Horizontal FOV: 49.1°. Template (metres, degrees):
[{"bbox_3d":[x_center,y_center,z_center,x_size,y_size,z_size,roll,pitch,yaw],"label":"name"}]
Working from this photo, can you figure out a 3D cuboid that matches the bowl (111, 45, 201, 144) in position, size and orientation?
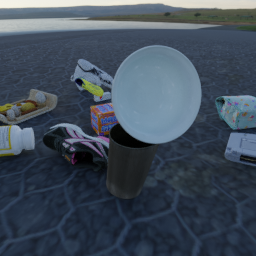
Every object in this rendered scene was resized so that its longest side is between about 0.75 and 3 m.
[{"bbox_3d":[0.571,-0.818,7.052,2.332,2.332,1.048,-9,10,-19],"label":"bowl"}]

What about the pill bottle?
[{"bbox_3d":[-4.225,0.446,9.608,1.848,1.028,1.028,-4,26,-11],"label":"pill bottle"}]

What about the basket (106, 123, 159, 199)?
[{"bbox_3d":[0.045,0.898,7.536,1.232,1.811,1.633,29,32,28],"label":"basket"}]

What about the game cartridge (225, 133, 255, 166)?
[{"bbox_3d":[4.715,0.797,9.541,2.532,0.512,1.688,12,31,23],"label":"game cartridge"}]

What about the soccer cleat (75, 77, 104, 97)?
[{"bbox_3d":[-1.609,-1.656,11.467,1.340,0.433,0.560,34,23,14],"label":"soccer cleat"}]

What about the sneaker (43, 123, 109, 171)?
[{"bbox_3d":[-1.733,0.654,9.118,2.747,1.103,1.186,10,28,23],"label":"sneaker"}]

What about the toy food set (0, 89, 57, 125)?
[{"bbox_3d":[-5.085,-1.152,13.125,2.096,0.882,2.921,17,30,32],"label":"toy food set"}]

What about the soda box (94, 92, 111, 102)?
[{"bbox_3d":[-1.359,-1.662,14.880,0.916,0.312,0.292,-18,31,-33],"label":"soda box"}]

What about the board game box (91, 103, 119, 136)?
[{"bbox_3d":[-0.909,-0.364,11.393,0.945,0.944,0.944,-11,29,-23],"label":"board game box"}]

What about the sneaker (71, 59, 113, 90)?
[{"bbox_3d":[-2.054,-2.763,16.514,2.636,1.515,0.990,32,22,-14],"label":"sneaker"}]

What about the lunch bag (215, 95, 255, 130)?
[{"bbox_3d":[4.898,-0.823,12.155,1.614,1.156,1.895,-7,32,-12],"label":"lunch bag"}]
